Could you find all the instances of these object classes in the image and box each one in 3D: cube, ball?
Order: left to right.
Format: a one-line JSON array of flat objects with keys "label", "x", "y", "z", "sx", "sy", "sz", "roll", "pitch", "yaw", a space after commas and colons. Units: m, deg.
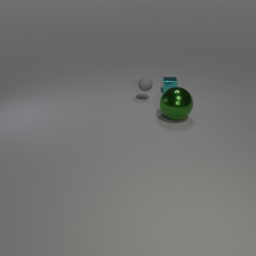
[{"label": "ball", "x": 0.838, "y": -2.110, "z": 13.443, "sx": 0.700, "sy": 0.700, "sz": 0.700, "roll": 0, "pitch": 29, "yaw": 0}, {"label": "cube", "x": 2.179, "y": -2.213, "z": 14.579, "sx": 0.700, "sy": 0.700, "sz": 0.700, "roll": 0, "pitch": 29, "yaw": 2}, {"label": "ball", "x": 2.023, "y": -1.020, "z": 11.741, "sx": 1.400, "sy": 1.400, "sz": 1.400, "roll": 0, "pitch": 29, "yaw": 0}]
